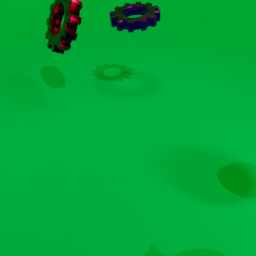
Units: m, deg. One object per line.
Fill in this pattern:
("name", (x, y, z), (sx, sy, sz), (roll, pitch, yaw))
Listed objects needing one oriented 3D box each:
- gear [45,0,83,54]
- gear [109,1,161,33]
("gear", (-2.125, -3.467, 9.101), (0.372, 2.010, 2.010), (5, 26, -37))
("gear", (0.234, -3.748, 9.389), (1.684, 0.311, 1.684), (-4, 45, 4))
